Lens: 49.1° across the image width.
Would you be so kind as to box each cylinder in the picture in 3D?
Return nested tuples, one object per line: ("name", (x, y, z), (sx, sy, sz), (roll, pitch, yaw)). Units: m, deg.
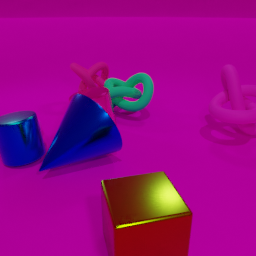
("cylinder", (-2.442, 0.211, 6.294), (0.976, 0.976, 0.976), (-7, 20, 3))
("cylinder", (-0.928, -0.419, 7.519), (1.089, 1.089, 1.089), (-10, 23, 4))

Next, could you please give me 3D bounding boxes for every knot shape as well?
("knot shape", (-0.037, -1.084, 8.786), (1.865, 0.921, 1.993), (-3, 28, 34))
("knot shape", (2.911, -0.803, 7.338), (2.012, 0.930, 1.883), (0, 59, -34))
("knot shape", (-1.143, -1.629, 9.740), (0.833, 1.802, 1.686), (-20, 17, 36))

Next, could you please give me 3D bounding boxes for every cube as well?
("cube", (0.199, 1.325, 3.884), (0.991, 0.991, 0.991), (-6, 25, -13))

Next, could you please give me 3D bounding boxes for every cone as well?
("cone", (-1.229, 0.380, 5.887), (1.591, 1.591, 1.597), (22, 53, 41))

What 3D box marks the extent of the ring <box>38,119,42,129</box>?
("ring", (-3.148, 0.070, 7.446), (1.662, 0.332, 1.662), (-3, 27, 1))
